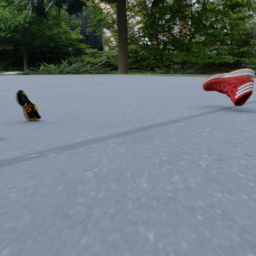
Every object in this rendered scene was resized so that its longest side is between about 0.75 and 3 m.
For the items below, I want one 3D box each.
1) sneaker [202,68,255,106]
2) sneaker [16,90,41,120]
[{"bbox_3d":[4.063,-1.541,11.660,0.923,1.361,2.356,15,-16,-32],"label":"sneaker"},{"bbox_3d":[-3.234,-0.755,9.241,0.550,1.223,0.428,4,45,12],"label":"sneaker"}]
